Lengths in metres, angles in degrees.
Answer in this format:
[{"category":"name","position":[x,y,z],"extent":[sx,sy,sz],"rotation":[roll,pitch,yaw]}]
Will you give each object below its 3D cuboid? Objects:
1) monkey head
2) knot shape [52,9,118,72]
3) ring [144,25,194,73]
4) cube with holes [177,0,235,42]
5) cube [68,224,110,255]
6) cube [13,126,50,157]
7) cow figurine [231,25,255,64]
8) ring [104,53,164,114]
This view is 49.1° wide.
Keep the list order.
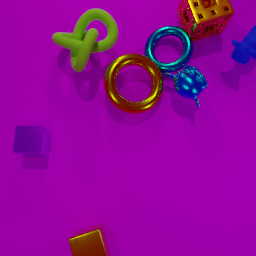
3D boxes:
[{"category":"monkey head","position":[1.890,-1.331,8.573],"extent":[0.902,1.077,1.497],"rotation":[-44,74,10]},{"category":"knot shape","position":[-1.316,-2.542,8.386],"extent":[2.002,0.925,1.873],"rotation":[-12,54,18]},{"category":"ring","position":[1.308,-2.549,9.042],"extent":[1.576,0.315,1.576],"rotation":[-2,82,14]},{"category":"cube with holes","position":[2.416,-3.687,8.929],"extent":[1.205,1.205,1.205],"rotation":[-17,80,-3]},{"category":"cube","position":[-1.067,3.345,7.911],"extent":[0.895,0.895,0.895],"rotation":[-17,81,-3]},{"category":"cube","position":[-2.871,0.414,8.423],"extent":[0.808,0.808,0.808],"rotation":[1,77,0]},{"category":"cow figurine","position":[3.769,-2.604,8.499],"extent":[0.807,1.446,1.470],"rotation":[38,102,24]},{"category":"ring","position":[0.193,-1.376,8.633],"extent":[1.904,0.381,1.904],"rotation":[1,85,-13]}]
